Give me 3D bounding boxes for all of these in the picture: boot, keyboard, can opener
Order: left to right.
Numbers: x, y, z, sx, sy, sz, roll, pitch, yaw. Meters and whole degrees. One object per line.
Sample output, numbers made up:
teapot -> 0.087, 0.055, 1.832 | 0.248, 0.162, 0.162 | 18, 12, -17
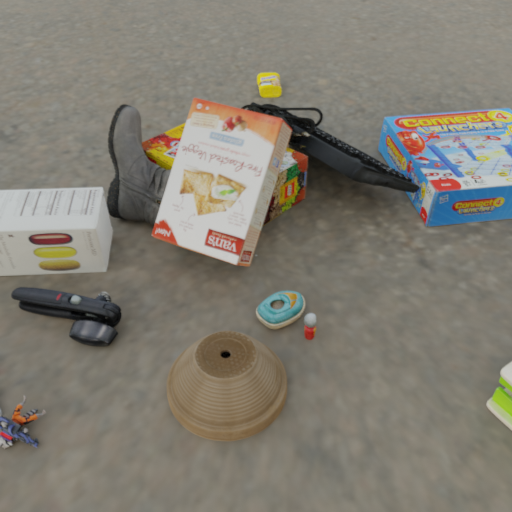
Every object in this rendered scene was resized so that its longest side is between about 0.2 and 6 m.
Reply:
can opener -> -3.037, 0.820, 8.916 | 2.001, 0.634, 0.787 | 15, 43, 16
boot -> -2.030, -1.689, 10.708 | 1.499, 2.278, 0.795 | 11, 17, 27
keyboard -> 1.362, -2.656, 11.827 | 2.366, 0.901, 4.545 | 4, 25, -34

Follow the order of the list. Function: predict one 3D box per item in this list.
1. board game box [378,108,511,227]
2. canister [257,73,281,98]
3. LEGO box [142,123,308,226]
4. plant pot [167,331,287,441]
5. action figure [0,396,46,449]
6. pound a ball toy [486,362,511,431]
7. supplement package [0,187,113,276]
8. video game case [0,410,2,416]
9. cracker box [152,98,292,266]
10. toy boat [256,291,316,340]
board game box -> 4.638, -2.003, 12.023 | 3.128, 0.874, 3.063 | -6, 41, -7
canister -> 0.374, -4.777, 15.688 | 0.646, 0.376, 0.869 | -3, 42, -3
LEGO box -> -0.711, -1.697, 11.496 | 2.844, 1.098, 2.118 | 31, 49, 31
plant pot -> -0.422, 1.628, 7.852 | 1.724, 0.796, 1.724 | -1, 41, 1
action figure -> -3.128, 2.311, 7.499 | 0.687, 0.359, 0.665 | 37, 56, 3
pound a ball toy -> 4.081, 2.018, 6.973 | 0.867, 1.330, 2.040 | -23, 45, -24
supplement package -> -3.690, -0.434, 9.931 | 2.019, 1.148, 1.106 | -3, 46, -3
video game case -> -4.382, 2.060, 7.833 | 1.331, 0.147, 1.212 | -22, 45, -23
cracker box -> -0.587, -1.241, 9.535 | 1.673, 2.498, 0.721 | 18, 3, 18
toy boat -> 0.566, 0.902, 8.933 | 0.873, 0.483, 1.039 | -31, 49, -32
